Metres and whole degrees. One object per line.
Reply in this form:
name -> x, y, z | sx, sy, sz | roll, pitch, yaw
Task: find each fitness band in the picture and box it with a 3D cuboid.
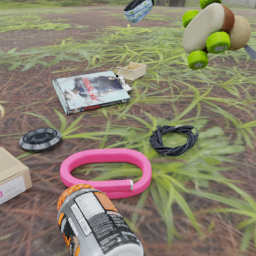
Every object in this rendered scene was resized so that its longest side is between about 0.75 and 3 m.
fitness band -> -0.612, 1.215, 7.955 | 2.567, 0.480, 1.843 | -1, 29, -4

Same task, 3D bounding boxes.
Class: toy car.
toy car -> 3.048, -2.851, 8.750 | 2.266, 1.788, 1.861 | 6, 70, -23

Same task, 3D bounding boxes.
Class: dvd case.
dvd case -> -1.641, -1.652, 12.524 | 2.921, 0.322, 2.133 | -14, 51, -22

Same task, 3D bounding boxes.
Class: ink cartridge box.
ink cartridge box -> -3.777, 1.411, 7.355 | 1.551, 0.707, 1.883 | 26, 39, 36

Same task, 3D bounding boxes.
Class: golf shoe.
golf shoe -> -0.305, -2.170, 13.718 | 0.557, 0.677, 1.433 | -18, 36, -31

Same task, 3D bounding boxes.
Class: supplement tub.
supplement tub -> -0.671, 2.079, 5.669 | 1.215, 1.215, 1.983 | -16, 32, -25

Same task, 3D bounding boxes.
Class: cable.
cable -> 1.502, 0.329, 9.496 | 1.572, 0.490, 1.927 | 14, 33, 24

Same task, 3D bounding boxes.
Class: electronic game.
electronic game -> -2.979, 0.381, 9.584 | 1.409, 0.293, 1.409 | -3, 28, 1

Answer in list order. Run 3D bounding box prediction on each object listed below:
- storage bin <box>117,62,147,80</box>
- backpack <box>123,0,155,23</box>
storage bin -> 0.181, -3.204, 15.621 | 1.224, 0.578, 1.233 | 20, 36, 30
backpack -> 0.395, -5.026, 11.862 | 1.012, 0.954, 1.240 | 21, 46, 39
